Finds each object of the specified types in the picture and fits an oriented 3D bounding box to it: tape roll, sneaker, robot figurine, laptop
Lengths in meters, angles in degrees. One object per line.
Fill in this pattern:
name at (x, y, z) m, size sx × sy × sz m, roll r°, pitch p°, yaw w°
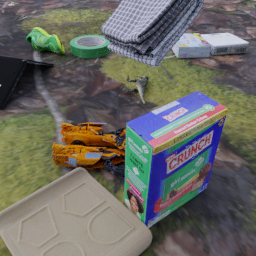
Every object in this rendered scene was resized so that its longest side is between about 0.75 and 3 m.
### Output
tape roll at (-1.573, -3.484, 11.899) m, size 1.721 × 0.414 × 1.721 m, roll 0°, pitch 37°, yaw 0°
sneaker at (-3.467, -3.503, 11.775) m, size 2.230 × 0.826 × 0.932 m, roll 31°, pitch 68°, yaw 34°
robot figurine at (-0.533, 0.404, 6.460) m, size 2.197 × 0.640 × 1.593 m, roll 1°, pitch 38°, yaw 1°
laptop at (-4.500, -1.720, 9.723) m, size 2.620 × 1.527 × 2.956 m, roll 9°, pitch 63°, yaw 12°

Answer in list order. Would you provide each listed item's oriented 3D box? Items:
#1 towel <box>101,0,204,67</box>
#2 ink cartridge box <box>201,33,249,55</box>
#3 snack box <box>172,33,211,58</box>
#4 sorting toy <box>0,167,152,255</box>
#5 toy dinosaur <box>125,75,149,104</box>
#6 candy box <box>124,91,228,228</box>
towel at (0.342, -1.854, 4.637) m, size 1.227 × 0.634 × 1.481 m, roll 35°, pitch 83°, yaw 40°
ink cartridge box at (4.063, -3.700, 12.254) m, size 1.562 × 0.483 × 1.926 m, roll -7°, pitch 30°, yaw -8°
snack box at (2.556, -3.477, 11.773) m, size 1.344 × 0.539 × 1.594 m, roll -2°, pitch 36°, yaw -5°
sorting toy at (-1.272, 1.976, 4.631) m, size 2.828 × 0.379 × 2.107 m, roll -29°, pitch 50°, yaw -33°
toy dinosaur at (0.297, -1.361, 9.092) m, size 0.737 × 0.397 × 1.672 m, roll 9°, pitch 40°, yaw 1°
candy box at (0.800, 0.581, 5.046) m, size 1.717 × 2.030 × 0.782 m, roll -24°, pitch 43°, yaw -29°
